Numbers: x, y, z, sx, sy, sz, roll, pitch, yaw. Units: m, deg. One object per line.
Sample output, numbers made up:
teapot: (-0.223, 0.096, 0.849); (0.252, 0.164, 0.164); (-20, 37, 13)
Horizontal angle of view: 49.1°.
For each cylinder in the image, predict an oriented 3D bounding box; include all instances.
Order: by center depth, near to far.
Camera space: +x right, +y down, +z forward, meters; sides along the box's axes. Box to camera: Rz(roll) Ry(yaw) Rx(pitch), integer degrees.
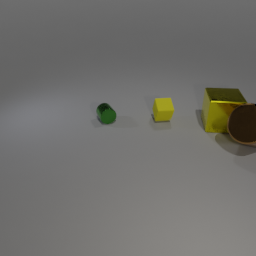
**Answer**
cylinder: (4.422, -0.053, 9.848); (1.400, 1.400, 1.400); (30, 12, 40)
cylinder: (-0.929, -0.622, 11.958); (0.700, 0.700, 0.700); (-12, 32, -19)

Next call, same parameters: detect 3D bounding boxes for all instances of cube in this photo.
cube: (3.863, -0.733, 11.457); (1.400, 1.400, 1.400); (3, 31, 4)
cube: (1.477, -0.781, 11.808); (0.700, 0.700, 0.700); (-3, 55, -9)
